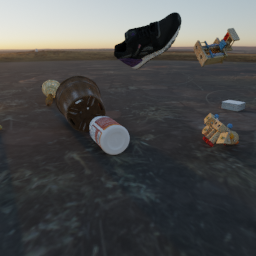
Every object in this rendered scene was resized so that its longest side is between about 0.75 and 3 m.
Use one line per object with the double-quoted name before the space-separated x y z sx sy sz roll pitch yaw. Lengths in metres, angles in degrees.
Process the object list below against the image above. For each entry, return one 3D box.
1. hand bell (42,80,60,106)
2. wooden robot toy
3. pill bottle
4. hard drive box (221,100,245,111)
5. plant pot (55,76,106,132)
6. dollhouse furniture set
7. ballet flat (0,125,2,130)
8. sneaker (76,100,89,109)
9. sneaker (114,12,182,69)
"hand bell" -4.292 -1.731 15.418 1.153 1.153 2.214 -2 30 -7
"wooden robot toy" 3.135 0.277 9.268 0.984 0.956 2.169 34 13 -11
"pill bottle" -0.668 0.156 8.914 0.927 0.927 1.652 -7 19 -22
"hard drive box" 5.268 -1.133 14.012 0.707 0.348 0.907 -14 22 -38
"plant pot" -1.796 -0.890 10.967 1.922 1.922 1.902 -6 25 -18
"dollhouse furniture set" 3.180 -3.077 10.235 0.934 0.928 1.325 -12 -22 -15
"ballet flat" -5.258 -0.043 10.783 0.890 0.305 0.281 8 -9 16
"sneaker" -2.366 -1.206 13.873 1.300 0.575 0.489 -3 16 -9
"sneaker" 0.570 -3.118 9.904 1.251 1.082 2.857 18 -33 -33
